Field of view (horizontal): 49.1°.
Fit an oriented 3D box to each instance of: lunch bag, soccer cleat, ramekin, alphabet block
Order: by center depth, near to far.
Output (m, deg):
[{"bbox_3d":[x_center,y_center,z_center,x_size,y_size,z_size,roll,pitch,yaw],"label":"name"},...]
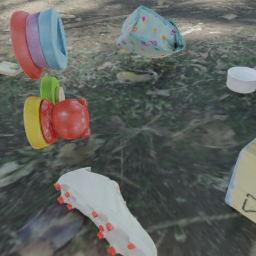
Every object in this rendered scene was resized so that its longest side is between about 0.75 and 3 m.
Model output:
[{"bbox_3d":[-0.350,1.459,5.215,0.990,0.884,2.552,-28,42,-36],"label":"soccer cleat"},{"bbox_3d":[3.002,1.017,5.254,1.511,1.503,1.539,-29,46,-31],"label":"alphabet block"},{"bbox_3d":[3.954,-1.645,9.651,1.094,0.533,1.094,0,37,0],"label":"ramekin"},{"bbox_3d":[0.925,-3.429,10.708,2.212,1.349,1.884,20,-3,-17],"label":"lunch bag"}]

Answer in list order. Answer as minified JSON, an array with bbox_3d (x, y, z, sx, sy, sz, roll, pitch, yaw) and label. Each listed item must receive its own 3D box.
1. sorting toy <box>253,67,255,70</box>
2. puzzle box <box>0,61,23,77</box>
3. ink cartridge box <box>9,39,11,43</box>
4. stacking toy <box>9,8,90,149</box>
[{"bbox_3d":[4.927,-1.934,10.251,0.805,0.282,1.670,30,46,34],"label":"sorting toy"},{"bbox_3d":[-4.629,-2.303,10.869,1.124,0.143,0.748,16,39,20],"label":"puzzle box"},{"bbox_3d":[-3.636,-3.445,11.267,0.788,1.364,1.875,-22,29,26],"label":"ink cartridge box"},{"bbox_3d":[-1.553,-1.180,6.539,1.219,2.887,2.613,-6,12,0],"label":"stacking toy"}]
